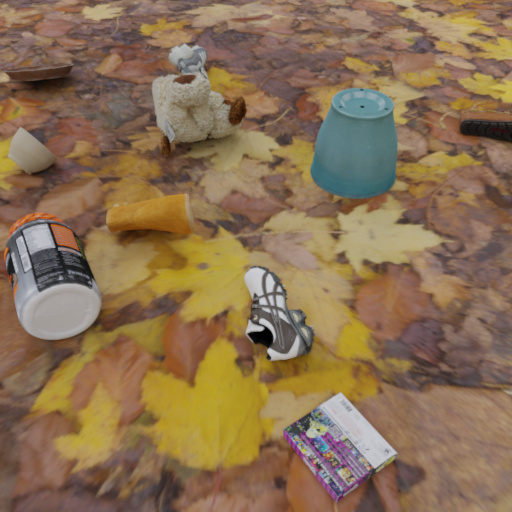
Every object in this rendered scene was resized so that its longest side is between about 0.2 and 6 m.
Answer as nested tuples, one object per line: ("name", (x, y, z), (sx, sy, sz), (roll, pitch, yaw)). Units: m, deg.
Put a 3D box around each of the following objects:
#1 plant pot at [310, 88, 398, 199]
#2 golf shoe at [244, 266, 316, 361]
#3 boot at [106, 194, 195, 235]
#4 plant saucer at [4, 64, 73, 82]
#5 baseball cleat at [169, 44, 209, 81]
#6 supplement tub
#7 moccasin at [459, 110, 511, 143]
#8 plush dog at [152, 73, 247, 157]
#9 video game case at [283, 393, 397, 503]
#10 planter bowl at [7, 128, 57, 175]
("plant pot", (2.262, -2.626, 12.556), (1.997, 1.876, 1.997), (0, 42, 0))
("golf shoe", (0.142, 0.935, 9.522), (0.948, 0.780, 2.006), (-19, 45, -20))
("boot", (-2.054, -0.708, 10.737), (1.587, 0.780, 2.217), (-9, 8, -13))
("plant saucer", (-6.267, -5.322, 16.269), (1.919, 0.331, 1.919), (-5, 24, 2))
("baseball cleat", (-1.832, -5.452, 16.427), (0.915, 1.396, 2.623), (-26, 11, 19))
("supplement tub", (-3.608, 0.281, 9.790), (1.339, 1.339, 2.186), (-18, 45, -19))
("moccasin", (6.268, -3.340, 14.230), (2.084, 0.762, 0.804), (9, 51, 23))
("plush dog", (-1.304, -3.402, 13.689), (2.089, 1.951, 2.432), (-4, 16, -25))
("video game case", (1.181, 2.691, 8.014), (1.110, 0.219, 1.225), (-26, 48, -25))
("planter bowl", (-5.272, -2.346, 12.986), (1.059, 1.059, 0.713), (33, 79, 31))
